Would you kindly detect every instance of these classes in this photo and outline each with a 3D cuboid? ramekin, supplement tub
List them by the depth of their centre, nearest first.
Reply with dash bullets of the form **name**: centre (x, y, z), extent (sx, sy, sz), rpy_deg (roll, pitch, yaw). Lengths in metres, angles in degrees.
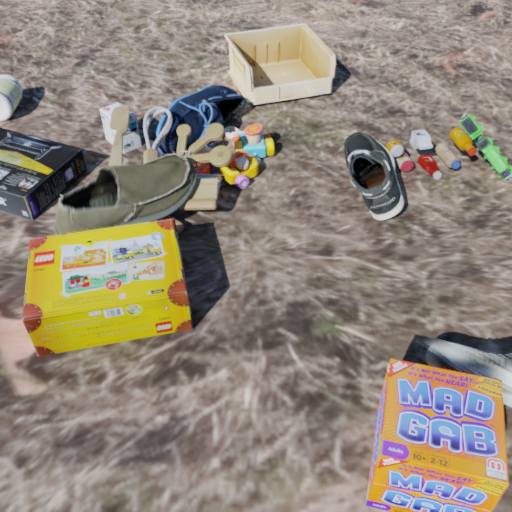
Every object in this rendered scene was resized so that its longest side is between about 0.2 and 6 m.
- **ramekin**: centre (-1.205, -1.428, 12.267), extent (0.817, 0.429, 0.817), rpy_deg (2, 34, -2)
- **supplement tub**: centre (-6.791, -4.232, 14.949), extent (0.853, 0.853, 1.177), rpy_deg (0, 44, 0)

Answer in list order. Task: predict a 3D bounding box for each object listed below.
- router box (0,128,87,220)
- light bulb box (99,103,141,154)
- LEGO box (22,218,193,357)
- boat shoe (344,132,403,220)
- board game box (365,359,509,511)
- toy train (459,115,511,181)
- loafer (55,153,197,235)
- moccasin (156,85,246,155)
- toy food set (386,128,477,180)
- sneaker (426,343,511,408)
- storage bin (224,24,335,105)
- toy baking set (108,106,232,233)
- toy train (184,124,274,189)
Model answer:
- **router box**: centre (-5.506, -1.931, 12.686), extent (2.540, 0.663, 1.997), rpy_deg (17, 46, 17)
- **light bulb box**: centre (-3.339, -3.156, 13.811), extent (0.553, 0.885, 0.878), rpy_deg (-31, 53, -28)
- **LEGO box**: centre (-2.593, 0.488, 9.902), extent (2.660, 1.026, 1.981), rpy_deg (-8, 44, -9)
- **boat shoe**: centre (2.485, -2.013, 12.396), extent (1.001, 0.942, 2.787), rpy_deg (-32, 39, 21)
- **board game box**: centre (2.355, 2.516, 7.475), extent (1.467, 1.468, 1.469), rpy_deg (9, 45, 11)
- **toy train**: centre (5.274, -2.467, 12.792), extent (1.830, 0.382, 0.516), rpy_deg (53, 27, 1)
- **loafer**: centre (-2.489, -1.219, 10.919), extent (3.090, 1.076, 1.162), rpy_deg (-34, 61, -25)
- **moccasin**: centre (-1.287, -3.494, 13.869), extent (1.084, 1.279, 3.179), rpy_deg (15, 47, 21)
- **toy food set**: centre (4.011, -2.310, 12.919), extent (1.877, 0.896, 0.845), rpy_deg (-9, 45, -10)
- **sneaker**: centre (3.523, 1.642, 8.307), extent (1.887, 0.827, 0.714), rpy_deg (20, 53, 12)
- **storage bin**: centre (0.646, -5.477, 16.027), extent (2.499, 1.171, 2.480), rpy_deg (-12, 45, -13)
- **toy baking set**: centre (-2.109, -2.020, 12.295), extent (3.527, 0.410, 2.707), rpy_deg (23, 70, 19)
- **toy train**: centre (-0.764, -2.520, 13.241), extent (2.052, 0.760, 2.732), rpy_deg (23, 49, 22)
